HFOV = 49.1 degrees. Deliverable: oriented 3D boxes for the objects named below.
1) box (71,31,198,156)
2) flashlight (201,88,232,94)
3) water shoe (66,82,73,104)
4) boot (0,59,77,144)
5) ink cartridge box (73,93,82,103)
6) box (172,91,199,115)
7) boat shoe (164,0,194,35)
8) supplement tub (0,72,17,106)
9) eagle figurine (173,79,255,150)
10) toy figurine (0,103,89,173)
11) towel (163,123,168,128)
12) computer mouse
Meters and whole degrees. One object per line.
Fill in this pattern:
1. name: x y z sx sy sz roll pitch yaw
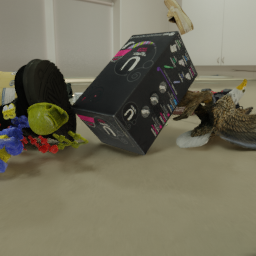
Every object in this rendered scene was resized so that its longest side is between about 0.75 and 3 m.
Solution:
1. box: 0.196 -0.791 5.856 1.404 1.218 2.297 12 59 45
2. flashlight: 4.319 -1.639 13.691 0.707 0.705 2.082 -2 13 -21
3. water shoe: -3.469 -1.333 11.218 1.030 1.137 2.881 9 15 35
4. boot: -2.172 -0.342 5.370 1.966 0.989 2.629 4 -26 2
5. ink cartridge box: -1.636 -1.495 13.324 1.920 0.567 2.398 -5 15 -21
6. box: 2.159 -1.011 10.738 1.014 0.759 2.026 4 11 18
7. boat shoe: 1.471 -3.519 8.780 0.506 1.462 0.539 -34 -23 9
8. supplement tub: -3.161 -0.707 7.380 2.141 1.549 1.549 2 12 7
9. eagle figurine: 2.271 -0.223 6.237 2.369 1.788 1.797 26 46 -25
10. toy figurine: -1.809 0.410 4.397 2.071 1.092 1.241 -5 41 38
11. towel: 0.742 -0.090 7.940 0.601 0.124 0.806 6 14 23
12. computer mouse: 3.471 -0.766 10.245 1.519 0.578 2.193 6 25 18
